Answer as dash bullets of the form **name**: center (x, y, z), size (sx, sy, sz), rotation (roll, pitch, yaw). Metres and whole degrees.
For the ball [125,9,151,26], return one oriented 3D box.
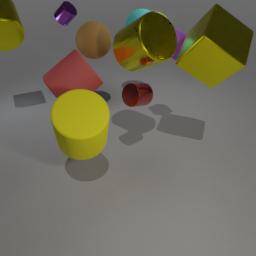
- **ball**: center (0.574, -4.249, 11.764), size (1.400, 1.400, 1.400), rotation (0, 32, 0)

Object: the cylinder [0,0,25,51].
- **cylinder**: center (-4.523, -3.713, 9.904), size (1.400, 1.400, 1.400), rotation (-15, 63, -23)

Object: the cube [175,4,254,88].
- **cube**: center (2.444, -2.273, 7.982), size (1.400, 1.400, 1.400), rotation (31, 62, -12)

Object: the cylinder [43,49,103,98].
- **cylinder**: center (-1.756, -1.555, 9.038), size (1.400, 1.400, 1.400), rotation (-39, 37, 2)

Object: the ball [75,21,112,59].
- **ball**: center (-1.325, -3.372, 10.794), size (1.400, 1.400, 1.400), rotation (0, 32, 0)

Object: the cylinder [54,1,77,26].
- **cylinder**: center (-2.582, -4.731, 11.592), size (0.700, 0.700, 0.700), rotation (-30, 12, 38)

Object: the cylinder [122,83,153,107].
- **cylinder**: center (0.287, -1.013, 8.500), size (0.700, 0.700, 0.700), rotation (25, 23, 35)

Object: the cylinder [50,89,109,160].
- **cylinder**: center (-1.218, -0.055, 7.297), size (1.400, 1.400, 1.400), rotation (3, 62, -6)

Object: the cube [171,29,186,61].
- **cube**: center (1.697, -2.796, 9.542), size (0.700, 0.700, 0.700), rotation (-40, 41, 4)

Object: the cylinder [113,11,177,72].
- **cylinder**: center (0.480, -2.495, 8.294), size (1.400, 1.400, 1.400), rotation (-23, 10, -32)
